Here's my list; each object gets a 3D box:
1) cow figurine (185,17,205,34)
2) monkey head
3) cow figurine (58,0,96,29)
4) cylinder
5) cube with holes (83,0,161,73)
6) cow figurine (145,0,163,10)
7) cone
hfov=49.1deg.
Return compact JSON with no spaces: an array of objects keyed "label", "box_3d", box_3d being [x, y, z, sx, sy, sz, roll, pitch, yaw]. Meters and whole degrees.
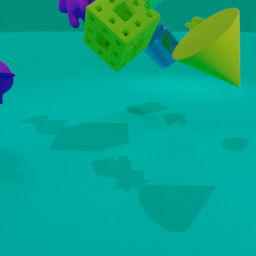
[{"label":"cow figurine","box_3d":[2.150,-2.893,9.276,0.787,1.435,1.412,20,29,-3]},{"label":"monkey head","box_3d":[-3.099,-1.043,5.982,1.613,0.972,1.160,23,12,36]},{"label":"cow figurine","box_3d":[-1.574,-3.954,8.665,0.936,1.678,1.706,-15,-6,-34]},{"label":"cylinder","box_3d":[1.229,-2.966,10.230,1.122,1.122,1.122,39,-1,-32]},{"label":"cube with holes","box_3d":[-0.227,-2.758,7.834,1.398,1.398,1.398,44,67,5]},{"label":"cow figurine","box_3d":[0.859,-3.285,5.994,1.386,0.761,1.363,-52,18,-10]},{"label":"cone","box_3d":[1.731,-1.215,5.145,1.302,1.307,1.302,-36,24,19]}]
